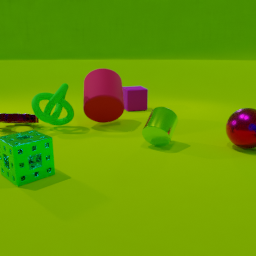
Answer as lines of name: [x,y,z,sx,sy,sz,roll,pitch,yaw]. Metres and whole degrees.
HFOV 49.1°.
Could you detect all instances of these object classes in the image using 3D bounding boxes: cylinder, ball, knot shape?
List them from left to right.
knot shape: [-2.204,-0.620,8.175,0.644,1.393,1.303,23,25,31]
cylinder: [-0.777,-1.019,8.859,1.248,1.248,1.248,-1,51,-5]
cylinder: [0.792,-0.032,6.876,0.716,0.716,0.716,7,48,25]
ball: [2.837,0.008,6.661,0.976,0.976,0.976,0,15,0]

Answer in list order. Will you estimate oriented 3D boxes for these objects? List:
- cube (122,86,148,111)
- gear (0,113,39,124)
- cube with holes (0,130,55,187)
cube: [0.261,-1.194,11.258,0.846,0.846,0.846,-5,18,-15]
gear: [-3.394,-0.280,8.458,1.308,0.242,1.308,0,-1,0]
cube with holes: [-1.900,0.525,5.221,0.740,0.740,0.740,-15,21,-42]
